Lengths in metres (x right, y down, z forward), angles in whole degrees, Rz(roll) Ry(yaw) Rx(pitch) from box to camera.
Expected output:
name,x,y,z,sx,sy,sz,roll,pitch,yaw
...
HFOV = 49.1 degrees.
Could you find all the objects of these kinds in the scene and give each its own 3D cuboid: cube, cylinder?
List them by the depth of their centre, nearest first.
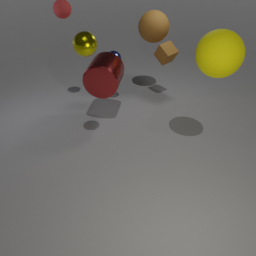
name,x,y,z,sx,sy,sz,roll,pitch,yaw
cylinder,-0.945,-2.108,11.134,1.400,1.400,1.400,5,38,8
cube,1.740,-3.410,12.751,0.700,0.700,0.700,-29,77,-28

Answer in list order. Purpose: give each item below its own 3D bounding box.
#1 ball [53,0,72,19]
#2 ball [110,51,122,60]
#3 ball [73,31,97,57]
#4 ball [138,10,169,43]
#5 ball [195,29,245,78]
name,x,y,z,sx,sy,sz,roll,pitch,yaw
ball,-2.511,-4.539,10.678,0.700,0.700,0.700,0,32,0
ball,-0.629,-3.001,12.173,0.700,0.700,0.700,0,32,0
ball,-1.227,-2.395,7.995,0.700,0.700,0.700,0,32,0
ball,1.167,-4.595,12.706,1.400,1.400,1.400,0,32,0
ball,2.699,-2.183,8.258,1.400,1.400,1.400,0,32,0
